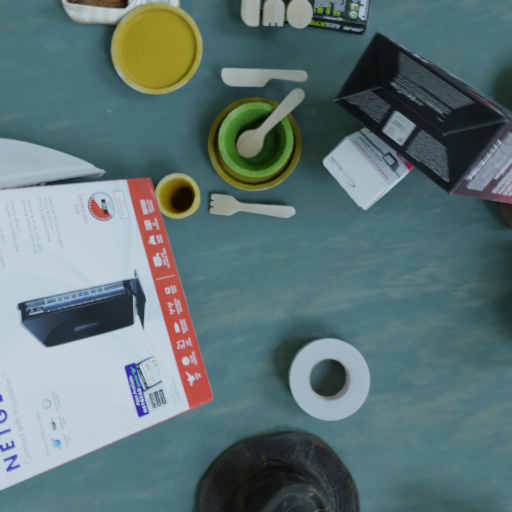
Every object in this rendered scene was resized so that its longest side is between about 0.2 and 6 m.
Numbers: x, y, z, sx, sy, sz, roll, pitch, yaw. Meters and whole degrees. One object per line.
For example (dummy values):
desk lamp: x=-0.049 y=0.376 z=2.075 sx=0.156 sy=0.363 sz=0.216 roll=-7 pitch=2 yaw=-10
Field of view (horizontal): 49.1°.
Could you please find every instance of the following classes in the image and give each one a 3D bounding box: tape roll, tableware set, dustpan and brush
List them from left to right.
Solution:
dustpan and brush: x=-4.086 y=-1.356 z=8.630 sx=2.912 sy=2.033 sz=0.833 roll=27 pitch=115 yaw=20
tableware set: x=-0.796 y=-2.952 z=8.853 sx=3.239 sy=0.738 sz=4.808 roll=4 pitch=90 yaw=3
tape roll: x=1.124 y=1.908 z=8.746 sx=1.235 sy=0.408 sz=1.235 roll=0 pitch=83 yaw=0

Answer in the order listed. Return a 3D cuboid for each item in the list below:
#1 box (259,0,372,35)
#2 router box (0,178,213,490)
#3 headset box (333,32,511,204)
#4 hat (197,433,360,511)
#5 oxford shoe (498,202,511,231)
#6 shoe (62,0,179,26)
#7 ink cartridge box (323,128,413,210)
box: x=1.086 y=-4.815 z=9.436 sx=1.838 sy=0.452 sz=1.903 roll=8 pitch=85 yaw=3
router box: x=-2.498 y=0.829 z=7.675 sx=3.167 sy=0.862 sz=3.529 roll=-14 pitch=85 yaw=-42
headset box: x=2.772 y=-1.792 z=7.801 sx=2.118 sy=2.846 sz=1.099 roll=49 pitch=121 yaw=29
hat: x=0.357 y=3.890 z=8.246 sx=2.518 sy=1.016 sz=2.518 roll=0 pitch=85 yaw=-1
oxford shoe: x=4.578 y=-0.903 z=8.188 sx=0.820 sy=2.304 sz=0.836 roll=-13 pitch=88 yaw=-23
shoe: x=-2.259 y=-4.194 z=9.324 sx=1.931 sy=0.515 sz=0.675 roll=-3 pitch=84 yaw=0
ink cartridge box: x=1.744 y=-1.403 z=8.607 sx=0.984 sy=1.355 sz=0.565 roll=49 pitch=126 yaw=3
